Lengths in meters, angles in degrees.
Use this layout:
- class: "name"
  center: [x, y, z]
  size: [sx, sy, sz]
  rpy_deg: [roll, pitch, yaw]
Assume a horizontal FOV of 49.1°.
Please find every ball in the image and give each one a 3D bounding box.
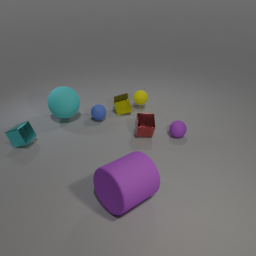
- class: "ball"
  center: [0.610, -1.476, 13.567]
  size: [0.700, 0.700, 0.700]
  rpy_deg: [0, 30, 0]
- class: "ball"
  center: [2.026, 0.042, 11.356]
  size: [0.700, 0.700, 0.700]
  rpy_deg: [0, 30, 0]
- class: "ball"
  center: [-2.824, -1.126, 12.350]
  size: [1.400, 1.400, 1.400]
  rpy_deg: [0, 30, 0]
- class: "ball"
  center: [-1.307, -0.705, 12.519]
  size: [0.700, 0.700, 0.700]
  rpy_deg: [0, 30, 0]

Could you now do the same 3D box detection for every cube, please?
- class: "cube"
  center: [-0.246, -1.128, 13.214]
  size: [0.700, 0.700, 0.700]
  rpy_deg: [-15, 30, 7]
- class: "cube"
  center: [-4.126, 0.242, 10.822]
  size: [0.700, 0.700, 0.700]
  rpy_deg: [-13, 23, 27]
- class: "cube"
  center: [0.680, -0.118, 11.245]
  size: [0.700, 0.700, 0.700]
  rpy_deg: [1, 58, -5]

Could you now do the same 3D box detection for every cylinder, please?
- class: "cylinder"
  center: [-0.038, 1.542, 8.032]
  size: [1.400, 1.400, 1.400]
  rpy_deg: [-21, 36, -37]
